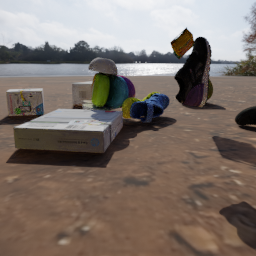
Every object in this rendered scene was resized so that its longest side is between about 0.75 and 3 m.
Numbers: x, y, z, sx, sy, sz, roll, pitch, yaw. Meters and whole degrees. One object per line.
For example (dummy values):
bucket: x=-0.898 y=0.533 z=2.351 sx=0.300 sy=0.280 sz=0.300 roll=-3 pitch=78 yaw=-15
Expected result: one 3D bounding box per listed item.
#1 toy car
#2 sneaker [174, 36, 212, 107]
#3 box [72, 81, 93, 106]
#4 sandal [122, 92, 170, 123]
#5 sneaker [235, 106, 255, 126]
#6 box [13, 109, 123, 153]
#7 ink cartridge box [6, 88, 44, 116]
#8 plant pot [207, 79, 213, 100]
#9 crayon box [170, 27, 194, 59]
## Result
toy car: x=-0.672 y=-1.423 z=10.568 sx=1.879 sy=2.193 sz=2.506 roll=9 pitch=11 yaw=-10
sneaker: x=1.281 y=-1.181 z=5.663 sx=0.636 sy=1.454 sz=0.551 roll=5 pitch=-8 yaw=-8
box: x=-1.596 y=-1.800 z=14.300 sx=1.406 sy=1.102 sz=2.260 roll=7 pitch=15 yaw=28
sandal: x=0.885 y=-0.700 z=10.298 sx=1.066 sy=0.973 sz=2.448 roll=22 pitch=29 yaw=33
sneaker: x=4.498 y=-0.312 z=8.868 sx=1.919 sy=0.576 sz=1.001 roll=-18 pitch=36 yaw=9
box: x=-1.446 y=-0.033 z=7.898 sx=2.232 sy=0.589 sz=2.863 roll=2 pitch=14 yaw=7
ink cartridge box: x=-4.145 y=-1.064 z=11.407 sx=1.352 sy=0.992 sz=0.987 roll=-4 pitch=14 yaw=-14
plant pot: x=3.355 y=-1.858 z=14.410 sx=1.513 sy=1.513 sz=1.437 roll=12 pitch=31 yaw=42
crayon box: x=2.017 y=-3.095 z=10.316 sx=0.327 sy=0.818 sz=1.288 roll=50 pitch=11 yaw=15
